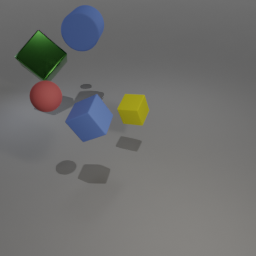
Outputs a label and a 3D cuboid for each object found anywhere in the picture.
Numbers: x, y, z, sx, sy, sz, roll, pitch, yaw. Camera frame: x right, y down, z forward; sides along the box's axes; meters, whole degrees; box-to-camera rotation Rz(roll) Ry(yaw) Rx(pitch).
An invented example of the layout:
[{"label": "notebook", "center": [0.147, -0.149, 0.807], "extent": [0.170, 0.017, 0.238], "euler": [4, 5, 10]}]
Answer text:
[{"label": "cube", "center": [-0.877, -0.220, 6.464], "extent": [0.700, 0.700, 0.700], "euler": [-18, 35, 28]}, {"label": "cylinder", "center": [-1.696, -3.822, 10.692], "extent": [1.400, 1.400, 1.400], "euler": [2, 33, 4]}, {"label": "cube", "center": [-3.431, -2.779, 11.296], "extent": [1.400, 1.400, 1.400], "euler": [-52, 10, -6]}, {"label": "cube", "center": [0.179, -0.580, 8.832], "extent": [0.700, 0.700, 0.700], "euler": [6, 52, 25]}, {"label": "ball", "center": [-1.827, -0.704, 6.250], "extent": [0.700, 0.700, 0.700], "euler": [0, 30, 0]}]
